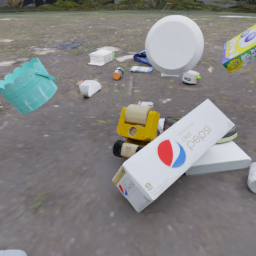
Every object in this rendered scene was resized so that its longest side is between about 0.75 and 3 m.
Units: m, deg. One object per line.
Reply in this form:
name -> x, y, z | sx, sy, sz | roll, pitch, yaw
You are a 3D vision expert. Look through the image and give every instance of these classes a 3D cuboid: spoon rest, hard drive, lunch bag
spoon rest -> -1.724, -1.713, 12.182 | 0.978, 0.597, 1.969 | 3, 15, 3
hard drive -> 2.071, 0.384, 8.294 | 1.772, 0.353, 2.687 | -6, 29, -10
lunch bag -> 1.503, -4.429, 16.840 | 1.684, 1.052, 2.236 | -22, 26, -31

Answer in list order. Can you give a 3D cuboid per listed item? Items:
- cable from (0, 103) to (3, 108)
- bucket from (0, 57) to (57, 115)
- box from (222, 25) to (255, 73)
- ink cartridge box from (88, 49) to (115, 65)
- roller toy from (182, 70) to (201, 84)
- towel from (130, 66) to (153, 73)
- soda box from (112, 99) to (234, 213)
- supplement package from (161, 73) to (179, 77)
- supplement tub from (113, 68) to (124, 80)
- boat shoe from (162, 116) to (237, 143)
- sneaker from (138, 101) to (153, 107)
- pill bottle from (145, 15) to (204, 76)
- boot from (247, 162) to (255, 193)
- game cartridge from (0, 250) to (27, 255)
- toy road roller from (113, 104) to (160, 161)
cable -> -5.516, -0.558, 10.259 | 1.818, 0.458, 0.883 | -34, 53, -28
bucket -> -2.583, -1.077, 7.236 | 1.413, 0.919, 1.413 | -24, 31, 16
box -> 4.063, -2.730, 8.741 | 2.221, 0.537, 1.303 | -26, 31, 40
ink cartridge box -> -1.594, -4.232, 16.740 | 0.974, 0.560, 1.664 | 12, 30, 22
roller toy -> 2.968, -2.399, 13.298 | 0.737, 0.564, 0.808 | 6, 25, -13
towel -> 0.751, -3.168, 15.212 | 1.172, 0.139, 0.861 | 7, 27, 10
soda box -> 1.088, 0.546, 6.415 | 2.975, 1.013, 0.947 | -35, 75, -31
supplement package -> 2.246, -3.402, 14.804 | 0.948, 0.913, 1.667 | 3, 29, 6
supplement tub -> -0.494, -2.705, 13.990 | 0.464, 0.464, 0.757 | 5, 28, 10
boat shoe -> 2.048, -0.028, 7.917 | 2.175, 0.715, 0.777 | -1, 26, -2
sneaker -> 0.645, -0.744, 10.402 | 0.556, 0.363, 0.967 | 2, 24, 9
pill bottle -> 1.268, -2.205, 7.579 | 1.499, 1.499, 2.670 | 6, 14, 10
boot -> 3.739, 1.185, 6.455 | 1.795, 0.660, 0.858 | 10, 36, 20
game cartridge -> -2.456, 2.522, 4.355 | 1.704, 0.345, 1.136 | -9, 26, -17
toy road roller -> 0.347, 0.232, 7.473 | 0.961, 1.564, 1.142 | 10, -5, 31
